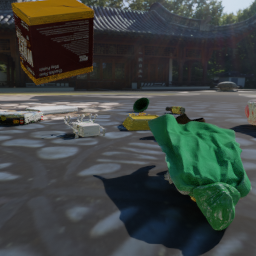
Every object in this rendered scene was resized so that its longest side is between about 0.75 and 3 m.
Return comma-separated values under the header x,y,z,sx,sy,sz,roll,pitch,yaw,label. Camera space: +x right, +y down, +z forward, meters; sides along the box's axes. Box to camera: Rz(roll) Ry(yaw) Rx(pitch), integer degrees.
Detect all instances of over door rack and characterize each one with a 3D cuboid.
x,y,z,sx,sy,sz,roll,pitch,yaw,label
-1.301,-0.142,8.371,0.921,0.415,1.247,-5,25,-27,over door rack

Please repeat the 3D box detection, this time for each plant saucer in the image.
x,y,z,sx,sy,sz,roll,pitch,yaw,label
0.626,-0.220,9.785,1.489,0.361,1.488,-2,10,-9,plant saucer

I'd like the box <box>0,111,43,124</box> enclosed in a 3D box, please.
x,y,z,sx,sy,sz,roll,pitch,yaw,label
-4.514,-0.426,10.908,1.952,0.389,1.336,2,10,13,box

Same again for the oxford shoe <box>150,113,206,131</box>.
x,y,z,sx,sy,sz,roll,pitch,yaw,label
1.425,-0.095,8.045,1.627,0.687,0.591,-3,11,-6,oxford shoe

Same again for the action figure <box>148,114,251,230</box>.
x,y,z,sx,sy,sz,roll,pitch,yaw,label
1.069,0.499,4.142,1.656,0.767,2.803,2,16,5,action figure

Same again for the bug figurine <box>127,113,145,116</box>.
x,y,z,sx,sy,sz,roll,pitch,yaw,label
0.483,-0.436,11.404,0.802,0.266,1.035,15,13,38,bug figurine

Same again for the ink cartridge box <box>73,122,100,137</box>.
x,y,z,sx,sy,sz,roll,pitch,yaw,label
-1.239,0.028,8.341,0.559,0.324,0.772,-6,11,-31,ink cartridge box

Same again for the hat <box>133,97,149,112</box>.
x,y,z,sx,sy,sz,roll,pitch,yaw,label
0.911,-1.014,15.244,0.965,1.026,1.166,-10,48,26,hat

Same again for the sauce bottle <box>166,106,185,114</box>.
x,y,z,sx,sy,sz,roll,pitch,yaw,label
2.365,-0.923,14.138,0.356,0.356,1.099,-8,12,-41,sauce bottle

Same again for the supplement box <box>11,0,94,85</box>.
x,y,z,sx,sy,sz,roll,pitch,yaw,label
-2.394,-2.883,9.216,2.118,2.147,1.426,-21,47,-30,supplement box

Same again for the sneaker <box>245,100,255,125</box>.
x,y,z,sx,sy,sz,roll,pitch,yaw,label
4.701,-0.458,9.395,1.360,0.979,2.601,3,5,16,sneaker

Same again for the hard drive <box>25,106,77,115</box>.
x,y,z,sx,sy,sz,roll,pitch,yaw,label
-3.867,-0.911,14.229,1.423,0.288,2.157,8,12,41,hard drive
